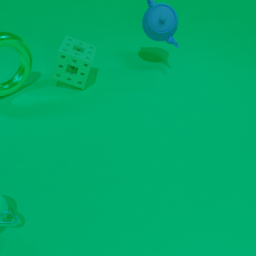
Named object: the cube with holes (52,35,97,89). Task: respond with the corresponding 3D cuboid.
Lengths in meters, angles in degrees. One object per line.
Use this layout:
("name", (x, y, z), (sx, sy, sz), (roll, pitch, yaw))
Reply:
("cube with holes", (-1.628, -2.008, 8.560), (0.993, 0.993, 0.993), (18, 41, -12))

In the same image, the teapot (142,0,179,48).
("teapot", (1.077, -3.327, 8.864), (1.178, 1.894, 0.928), (-30, 7, 2))

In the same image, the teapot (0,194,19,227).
("teapot", (-2.658, 1.516, 4.857), (1.492, 0.928, 0.731), (10, 23, -12))

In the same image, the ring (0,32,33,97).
("ring", (-3.555, -1.763, 7.933), (0.385, 1.923, 1.923), (34, 51, 25))
